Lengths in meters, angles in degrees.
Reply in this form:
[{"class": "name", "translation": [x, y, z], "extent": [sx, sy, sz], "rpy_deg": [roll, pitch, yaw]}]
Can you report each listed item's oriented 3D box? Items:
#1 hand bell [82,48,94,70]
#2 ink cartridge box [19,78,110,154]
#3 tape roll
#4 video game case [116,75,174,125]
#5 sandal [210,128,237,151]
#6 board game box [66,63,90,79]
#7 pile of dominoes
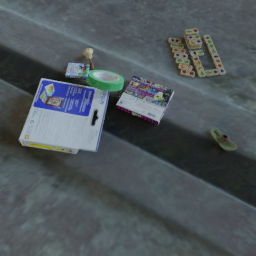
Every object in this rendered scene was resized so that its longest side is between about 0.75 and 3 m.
[{"class": "hand bell", "translation": [-1.490, -2.659, 11.019], "extent": [0.436, 0.436, 0.838], "rpy_deg": [-14, 73, -8]}, {"class": "ink cartridge box", "translation": [-2.064, -0.393, 9.579], "extent": [2.517, 0.592, 2.487], "rpy_deg": [11, 61, -2]}, {"class": "tape roll", "translation": [-0.807, -1.717, 10.048], "extent": [1.309, 0.315, 1.309], "rpy_deg": [11, 29, -6]}, {"class": "video game case", "translation": [0.626, -1.040, 10.098], "extent": [1.652, 0.296, 1.498], "rpy_deg": [22, 63, 12]}, {"class": "sandal", "translation": [3.160, 0.369, 9.319], "extent": [0.407, 0.293, 1.025], "rpy_deg": [-35, 67, -18]}, {"class": "board game box", "translation": [-1.940, -2.217, 10.840], "extent": [0.830, 0.152, 0.628], "rpy_deg": [4, 61, 3]}, {"class": "pile of dominoes", "translation": [2.720, -3.013, 11.163], "extent": [1.791, 0.366, 2.297], "rpy_deg": [-9, 61, -5]}]
